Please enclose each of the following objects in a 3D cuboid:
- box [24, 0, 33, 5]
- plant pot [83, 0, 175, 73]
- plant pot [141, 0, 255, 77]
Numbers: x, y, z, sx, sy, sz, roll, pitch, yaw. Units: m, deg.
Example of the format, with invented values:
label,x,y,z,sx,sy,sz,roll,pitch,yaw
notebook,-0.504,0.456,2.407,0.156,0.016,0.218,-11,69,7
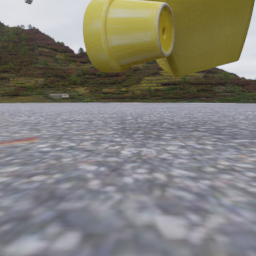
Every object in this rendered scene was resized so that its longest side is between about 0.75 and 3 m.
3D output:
label,x,y,z,sx,sy,sz,roll,pitch,yaw
box,-2.886,-3.942,7.910,0.186,0.959,0.199,-30,-19,37
plant pot,0.122,-2.178,6.481,1.657,1.761,1.761,5,8,27
plant pot,1.848,-3.128,8.287,2.913,2.570,2.913,-15,24,-3
